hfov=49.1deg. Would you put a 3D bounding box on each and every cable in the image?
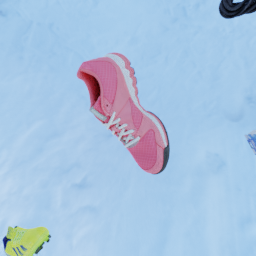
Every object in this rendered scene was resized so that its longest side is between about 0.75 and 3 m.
[{"bbox_3d":[3.359,-3.737,6.949,2.101,2.575,0.654,-17,71,-53],"label":"cable"}]

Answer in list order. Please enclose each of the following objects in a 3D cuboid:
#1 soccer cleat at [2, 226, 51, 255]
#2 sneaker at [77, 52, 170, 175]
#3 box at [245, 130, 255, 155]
[{"bbox_3d":[-1.629,1.725,4.282,0.605,1.445,0.467,48,47,0],"label":"soccer cleat"},{"bbox_3d":[-0.213,-0.230,6.007,1.262,1.072,2.910,-19,78,-42],"label":"sneaker"},{"bbox_3d":[2.893,0.311,5.767,0.220,0.923,0.563,-32,97,-15],"label":"box"}]
